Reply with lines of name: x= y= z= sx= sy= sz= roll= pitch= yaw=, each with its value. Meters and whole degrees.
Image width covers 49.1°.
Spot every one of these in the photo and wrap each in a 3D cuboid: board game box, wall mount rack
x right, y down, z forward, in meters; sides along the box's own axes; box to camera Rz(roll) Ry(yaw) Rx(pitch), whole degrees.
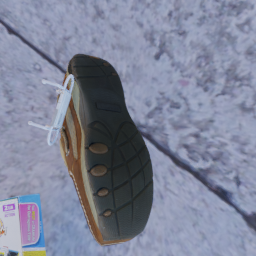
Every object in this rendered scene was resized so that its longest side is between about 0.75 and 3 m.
board game box: x=-2.320 y=2.584 z=5.031 sx=1.917 sy=0.505 sz=2.506 roll=-15 pitch=77 yaw=25
wall mount rack: x=-1.018 y=-0.274 z=3.856 sx=0.366 sy=0.852 sz=0.980 roll=17 pitch=87 yaw=3

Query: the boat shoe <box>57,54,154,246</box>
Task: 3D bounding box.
boat shoe: x=-0.461 y=0.234 z=4.137 sx=1.081 sy=1.055 sz=2.858 roll=12 pitch=51 yaw=-35
